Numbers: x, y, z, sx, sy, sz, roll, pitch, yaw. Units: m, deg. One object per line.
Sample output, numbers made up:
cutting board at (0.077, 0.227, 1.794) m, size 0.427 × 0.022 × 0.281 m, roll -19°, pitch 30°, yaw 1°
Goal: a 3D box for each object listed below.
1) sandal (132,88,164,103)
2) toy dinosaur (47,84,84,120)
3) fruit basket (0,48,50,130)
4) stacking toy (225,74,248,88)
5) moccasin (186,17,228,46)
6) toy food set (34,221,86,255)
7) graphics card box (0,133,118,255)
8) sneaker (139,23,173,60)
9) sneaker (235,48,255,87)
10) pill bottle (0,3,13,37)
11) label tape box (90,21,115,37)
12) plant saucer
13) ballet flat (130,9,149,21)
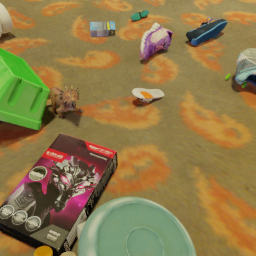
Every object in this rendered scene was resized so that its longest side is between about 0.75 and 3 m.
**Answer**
sandal at (0.638, -0.998, 8.946) m, size 1.198 × 0.343 × 0.459 m, roll -3°, pitch 50°, yaw -33°
toy dinosaur at (-1.954, -0.897, 8.262) m, size 1.638 × 1.110 × 0.703 m, roll 23°, pitch 50°, yaw 22°
fruit basket at (-3.881, -0.768, 8.006) m, size 2.816 × 2.031 × 2.816 m, roll -10°, pitch 71°, yaw 33°
stacking toy at (3.958, -1.769, 9.769) m, size 0.976 × 0.229 × 0.736 m, roll -37°, pitch 55°, yaw -28°
moccasin at (3.291, -4.166, 11.643) m, size 2.076 × 0.835 × 0.708 m, roll -29°, pitch 66°, yaw -27°
toy food set at (-0.771, 2.463, 5.375) m, size 1.856 × 0.835 × 0.886 m, roll -16°, pitch 31°, yaw -39°
graphics card box at (-1.490, 1.363, 6.343) m, size 1.651 × 0.669 × 2.632 m, roll 18°, pitch 49°, yaw 16°
sneaker at (1.138, -3.332, 10.892) m, size 0.978 × 0.889 × 2.211 m, roll 22°, pitch 48°, yaw 11°
sneaker at (4.870, -1.485, 9.095) m, size 2.886 × 1.120 × 1.246 m, roll 21°, pitch 74°, yaw 13°
pill bottle at (-6.009, -4.056, 11.179) m, size 2.442 × 1.389 × 1.389 m, roll -35°, pitch 55°, yaw -30°
label tape box at (-1.098, -4.301, 12.162) m, size 1.076 × 0.356 × 0.771 m, roll -2°, pitch 46°, yaw -5°
plant saucer at (0.271, 2.265, 5.215) m, size 2.375 × 0.325 × 2.375 m, roll 12°, pitch 43°, yaw -11°
ballet flat at (0.487, -5.277, 13.175) m, size 1.092 × 0.405 × 0.405 m, roll -26°, pitch 51°, yaw -26°
